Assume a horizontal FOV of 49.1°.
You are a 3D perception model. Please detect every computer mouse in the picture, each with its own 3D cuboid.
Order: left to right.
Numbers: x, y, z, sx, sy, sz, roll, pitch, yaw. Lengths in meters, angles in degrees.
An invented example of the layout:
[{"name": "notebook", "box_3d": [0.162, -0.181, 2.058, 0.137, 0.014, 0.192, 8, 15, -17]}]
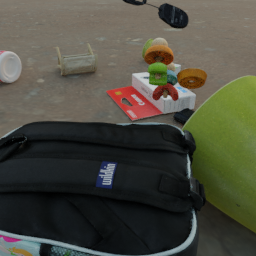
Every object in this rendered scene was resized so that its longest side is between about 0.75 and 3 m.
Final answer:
[{"name": "computer mouse", "box_3d": [0.462, -1.984, 4.734, 1.269, 0.372, 0.216, 16, -14, -19]}]

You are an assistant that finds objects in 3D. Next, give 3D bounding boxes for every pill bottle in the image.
[{"name": "pill bottle", "box_3d": [-5.349, -2.488, 10.972, 1.996, 1.194, 1.194, 12, 33, 19]}]

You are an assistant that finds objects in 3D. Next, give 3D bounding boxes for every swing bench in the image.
[{"name": "swing bench", "box_3d": [-2.169, -2.828, 11.843, 1.480, 0.966, 1.488, -10, 37, -17]}]

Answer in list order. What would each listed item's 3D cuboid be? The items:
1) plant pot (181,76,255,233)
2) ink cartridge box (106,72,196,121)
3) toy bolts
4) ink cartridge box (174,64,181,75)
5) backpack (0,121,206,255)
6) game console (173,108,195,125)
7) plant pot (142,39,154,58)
[{"name": "plant pot", "box_3d": [2.388, 0.793, 4.687, 2.368, 2.368, 2.530, -20, 50, -30]}, {"name": "ink cartridge box", "box_3d": [0.662, -1.189, 9.425, 2.179, 0.553, 2.474, -11, 32, -20]}, {"name": "toy bolts", "box_3d": [0.959, -1.213, 5.819, 1.237, 1.295, 0.898, 5, 70, 6]}, {"name": "ink cartridge box", "box_3d": [1.685, -2.478, 11.772, 0.865, 0.364, 0.632, 20, 36, 30]}, {"name": "backpack", "box_3d": [-0.644, 1.045, 3.999, 2.910, 2.190, 2.583, 8, 32, 3]}, {"name": "game console", "box_3d": [2.302, -0.023, 7.731, 1.344, 0.275, 2.278, -21, 38, -31]}, {"name": "plant pot", "box_3d": [1.305, -3.575, 13.214, 0.899, 0.978, 0.978, 31, 41, 23]}]
